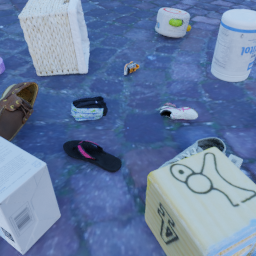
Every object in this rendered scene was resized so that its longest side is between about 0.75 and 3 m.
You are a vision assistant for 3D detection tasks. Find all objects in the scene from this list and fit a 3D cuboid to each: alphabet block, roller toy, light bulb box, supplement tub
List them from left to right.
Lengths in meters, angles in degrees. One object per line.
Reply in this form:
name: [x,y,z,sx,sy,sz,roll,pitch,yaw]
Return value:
light bulb box: [-2.782,1.417,6.380,1.980,1.963,1.236,23,45,26]
roller toy: [2.401,-5.680,15.215,1.709,1.309,1.873,31,39,28]
alphabet block: [1.616,1.868,5.916,1.877,1.887,1.922,-16,43,-20]
supplement tub: [4.497,-3.401,11.597,1.670,2.531,1.670,-1,40,1]

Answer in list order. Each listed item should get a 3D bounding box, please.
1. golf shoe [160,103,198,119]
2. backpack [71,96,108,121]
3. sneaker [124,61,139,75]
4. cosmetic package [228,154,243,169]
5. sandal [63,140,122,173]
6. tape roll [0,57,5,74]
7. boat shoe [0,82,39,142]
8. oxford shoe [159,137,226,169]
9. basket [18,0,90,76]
golf shoe: [1.768,-0.472,9.784,1.324,0.481,0.610,13,45,28]
backpack: [-1.416,-0.676,9.818,1.137,0.874,0.927,3,38,-31]
sneaker: [0.146,-2.627,12.343,0.409,0.415,1.060,21,44,16]
cosmetic package: [2.685,1.212,7.415,0.345,0.944,0.489,28,47,27]
sandal: [-1.071,0.708,8.385,1.972,0.444,0.741,20,44,21]
tape roll: [-6.200,-2.722,12.426,1.316,0.432,1.316,0,40,0]
boat shoe: [-3.661,-0.612,9.058,0.990,1.055,2.931,-20,38,18]
oxford shoe: [1.686,1.001,7.793,2.757,0.796,1.036,-26,50,-24]
basket: [-3.015,-4.102,12.303,2.291,2.849,2.824,-7,40,0]
